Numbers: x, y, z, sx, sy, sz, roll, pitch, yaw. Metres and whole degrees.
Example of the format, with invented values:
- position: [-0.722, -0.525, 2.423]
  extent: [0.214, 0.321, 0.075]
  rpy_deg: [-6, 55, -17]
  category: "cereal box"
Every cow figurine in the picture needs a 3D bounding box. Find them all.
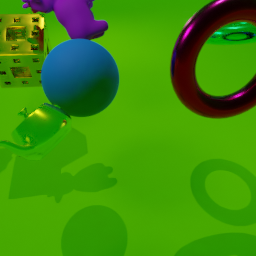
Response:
- position: [-1.364, -2.476, 6.050]
  extent: [1.527, 1.552, 0.852]
  rpy_deg: [-24, 7, -17]
  category: "cow figurine"

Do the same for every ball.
- position: [-0.857, -0.897, 5.119]
  extent: [1.398, 1.398, 1.398]
  rpy_deg: [0, 41, 0]
  category: "ball"

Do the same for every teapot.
- position: [-1.236, 0.025, 3.813]
  extent: [0.667, 0.847, 1.363]
  rpy_deg: [47, 31, -12]
  category: "teapot"

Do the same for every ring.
- position: [1.707, -1.101, 4.656]
  extent: [2.099, 2.099, 0.420]
  rpy_deg: [-8, 31, -9]
  category: "ring"
- position: [2.270, -2.096, 5.958]
  extent: [1.792, 0.358, 1.792]
  rpy_deg: [-6, 26, 3]
  category: "ring"

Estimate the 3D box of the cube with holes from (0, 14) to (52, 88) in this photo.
- position: [-2.525, -1.812, 6.693]
  extent: [1.207, 1.207, 1.207]
  rpy_deg: [-4, 65, -8]
  category: "cube with holes"
